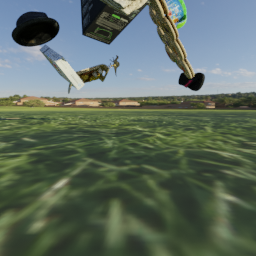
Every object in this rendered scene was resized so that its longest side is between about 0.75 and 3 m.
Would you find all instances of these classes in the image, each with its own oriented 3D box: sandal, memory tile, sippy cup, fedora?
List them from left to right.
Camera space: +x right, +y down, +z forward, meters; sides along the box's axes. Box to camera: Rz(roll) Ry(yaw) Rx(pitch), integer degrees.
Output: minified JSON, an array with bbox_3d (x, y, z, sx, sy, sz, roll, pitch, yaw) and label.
[{"bbox_3d":[-2.321,-2.519,6.912,1.175,0.536,1.175,-23,-11,-5],"label":"fedora"},{"bbox_3d":[1.104,-2.781,8.127,0.228,2.713,2.079,-29,36,6],"label":"memory tile"},{"bbox_3d":[1.312,-3.821,9.346,0.891,0.955,1.216,-34,35,-15],"label":"sippy cup"},{"bbox_3d":[2.061,-1.632,9.579,0.374,0.623,1.658,11,9,-21],"label":"sandal"}]

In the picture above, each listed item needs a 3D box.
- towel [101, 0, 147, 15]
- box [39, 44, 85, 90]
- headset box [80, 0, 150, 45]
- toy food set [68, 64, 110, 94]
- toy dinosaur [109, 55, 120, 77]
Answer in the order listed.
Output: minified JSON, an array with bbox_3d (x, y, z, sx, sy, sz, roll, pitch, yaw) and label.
[{"bbox_3d":[0.063,-2.947,4.394,1.561,2.356,0.406,34,-16,5],"label":"towel"},{"bbox_3d":[-2.121,-1.949,8.963,1.534,0.316,1.196,38,-11,45],"label":"box"},{"bbox_3d":[-0.364,-3.207,6.661,0.828,1.554,1.784,10,-27,-35],"label":"headset box"},{"bbox_3d":[-1.481,-1.767,10.371,1.518,0.459,1.089,-22,-10,-23],"label":"toy food set"},{"bbox_3d":[-0.495,-2.311,10.331,0.401,0.793,0.231,2,8,-22],"label":"toy dinosaur"}]
